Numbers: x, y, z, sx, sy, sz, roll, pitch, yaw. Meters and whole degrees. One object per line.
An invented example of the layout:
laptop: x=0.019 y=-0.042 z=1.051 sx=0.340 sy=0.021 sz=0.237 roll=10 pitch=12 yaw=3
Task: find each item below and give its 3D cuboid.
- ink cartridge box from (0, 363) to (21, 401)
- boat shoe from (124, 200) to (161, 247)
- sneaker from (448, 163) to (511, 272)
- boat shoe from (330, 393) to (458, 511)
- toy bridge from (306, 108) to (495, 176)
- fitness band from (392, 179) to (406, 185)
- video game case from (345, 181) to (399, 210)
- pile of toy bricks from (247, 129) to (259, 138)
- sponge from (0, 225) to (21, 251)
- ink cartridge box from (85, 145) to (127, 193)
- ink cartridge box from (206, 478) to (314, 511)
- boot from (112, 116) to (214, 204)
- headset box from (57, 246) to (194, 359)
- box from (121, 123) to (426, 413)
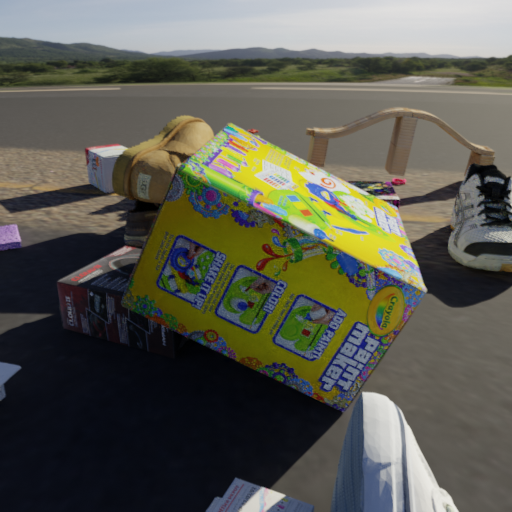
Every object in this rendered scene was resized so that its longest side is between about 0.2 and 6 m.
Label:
ink cartridge box: x=-3.251 y=1.442 z=5.810 sx=1.435 sy=0.483 sz=0.840 roll=5 pitch=22 yaw=13
boat shoe: x=-2.020 y=-0.856 z=11.213 sx=0.797 sy=0.785 sz=2.141 roll=2 pitch=22 yaw=6
sneaker: x=4.185 y=-0.818 z=10.264 sx=1.237 sy=1.433 sz=3.270 roll=5 pitch=24 yaw=8
boat shoe: x=1.028 y=2.146 z=3.618 sx=0.971 sy=1.069 sz=2.908 roll=14 pitch=34 yaw=1
toy bridge: x=3.761 y=-2.966 z=14.602 sx=4.995 sy=1.679 sz=0.680 roll=6 pitch=26 yaw=-5
fitness band: x=3.843 y=-2.004 z=15.077 sx=0.353 sy=0.092 sz=0.491 roll=4 pitch=21 yaw=10
video game case: x=2.549 y=-1.466 z=13.425 sx=1.525 sy=0.301 sz=1.683 roll=2 pitch=22 yaw=5
pile of toy bricks: x=-0.252 y=-2.448 z=14.237 sx=3.080 sy=1.520 sz=1.709 roll=7 pitch=23 yaw=18
sponge: x=-4.847 y=-0.345 z=10.743 sx=0.561 sy=0.150 sz=1.005 roll=-12 pitch=26 yaw=-23
ink cartridge box: x=-3.730 y=-2.275 z=14.552 sx=0.960 sy=0.965 sz=1.328 roll=-14 pitch=26 yaw=-32
ink cartridge box: x=-0.046 y=2.100 z=4.404 sx=0.886 sy=0.301 sz=0.510 roll=10 pitch=24 yaw=23
boot: x=-0.269 y=-1.326 z=10.886 sx=3.930 sy=1.300 sz=3.442 roll=19 pitch=36 yaw=13
headset box: x=-1.589 y=0.540 z=7.716 sx=2.010 sy=0.754 sz=1.494 roll=10 pitch=24 yaw=24
box: x=0.287 y=-0.086 z=6.766 sx=2.670 sy=1.691 sz=2.772 roll=26 pitch=23 yaw=-2
